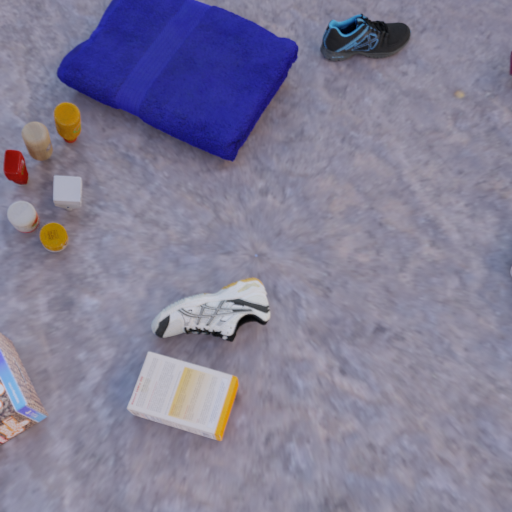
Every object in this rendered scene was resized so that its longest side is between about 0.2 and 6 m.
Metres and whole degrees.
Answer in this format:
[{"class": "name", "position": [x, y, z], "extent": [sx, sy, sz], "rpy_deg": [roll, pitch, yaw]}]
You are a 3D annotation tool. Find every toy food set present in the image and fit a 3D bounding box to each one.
[{"class": "toy food set", "position": [-3.635, -1.281, 9.697], "extent": [1.207, 1.138, 2.529], "rpy_deg": [1, 81, -15]}]

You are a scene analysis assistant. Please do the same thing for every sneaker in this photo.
[{"class": "sneaker", "position": [2.242, -4.406, 11.186], "extent": [1.878, 0.769, 0.688], "rpy_deg": [-13, 64, -7]}, {"class": "sneaker", "position": [-0.666, 0.983, 8.577], "extent": [1.851, 0.700, 0.811], "rpy_deg": [-20, 73, -5]}]

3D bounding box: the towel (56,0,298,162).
[{"class": "towel", "position": [-1.447, -3.609, 10.783], "extent": [3.884, 0.962, 2.868], "rpy_deg": [27, 73, 12]}]

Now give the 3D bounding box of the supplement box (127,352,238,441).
[{"class": "supplement box", "position": [-1.043, 2.040, 8.143], "extent": [1.394, 0.513, 0.879], "rpy_deg": [15, 65, 7]}]

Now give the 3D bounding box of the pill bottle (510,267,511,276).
[{"class": "pill bottle", "position": [4.579, -0.016, 9.149], "extent": [0.536, 0.536, 0.946], "rpy_deg": [28, 66, 13]}]

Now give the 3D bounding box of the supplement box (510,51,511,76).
[{"class": "supplement box", "position": [5.474, -3.763, 10.765], "extent": [0.936, 0.613, 0.483], "rpy_deg": [-2, 99, -1]}]

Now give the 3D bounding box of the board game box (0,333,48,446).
[{"class": "board game box", "position": [-4.150, 2.100, 7.925], "extent": [1.746, 0.845, 1.392], "rpy_deg": [-32, 68, -14]}]
